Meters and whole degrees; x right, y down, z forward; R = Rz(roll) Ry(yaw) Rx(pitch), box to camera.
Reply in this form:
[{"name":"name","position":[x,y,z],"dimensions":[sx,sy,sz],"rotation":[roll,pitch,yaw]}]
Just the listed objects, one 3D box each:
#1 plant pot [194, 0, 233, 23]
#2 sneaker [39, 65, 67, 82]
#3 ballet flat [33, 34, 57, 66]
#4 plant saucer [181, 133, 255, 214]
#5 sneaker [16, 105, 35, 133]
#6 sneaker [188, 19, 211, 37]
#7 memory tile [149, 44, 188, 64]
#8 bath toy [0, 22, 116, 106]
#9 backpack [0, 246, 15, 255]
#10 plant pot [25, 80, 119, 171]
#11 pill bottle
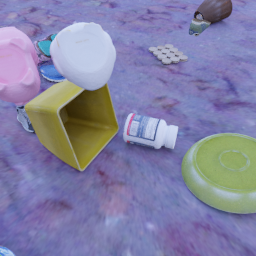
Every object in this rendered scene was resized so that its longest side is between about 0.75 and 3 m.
[{"name":"plant pot","position":[3.997,-5.662,13.590],"dimensions":[1.515,1.416,1.416],"rotation":[-35,51,-16]},{"name":"sneaker","position":[-2.097,-2.180,9.853],"dimensions":[2.020,0.901,0.793],"rotation":[-4,42,-3]},{"name":"ballet flat","position":[-2.974,-2.913,10.559],"dimensions":[1.000,0.971,2.809],"rotation":[-27,16,22]},{"name":"plant saucer","position":[2.477,0.864,6.597],"dimensions":[2.407,0.374,2.407],"rotation":[-6,40,5]},{"name":"sneaker","position":[-2.900,-0.318,7.973],"dimensions":[1.044,0.603,0.392],"rotation":[31,50,31]},{"name":"sneaker","position":[1.734,-2.468,6.931],"dimensions":[0.294,0.394,0.877],"rotation":[34,33,23]},{"name":"memory tile","position":[1.621,-3.003,11.365],"dimensions":[1.132,0.124,1.477],"rotation":[-16,44,-18]},{"name":"bath toy","position":[-1.624,-0.753,3.565],"dimensions":[2.913,1.076,1.267],"rotation":[-12,83,-13]},{"name":"backpack","position":[-2.493,2.734,3.980],"dimensions":[2.197,1.689,1.792],"rotation":[-17,42,-35]},{"name":"plant pot","position":[-1.511,-0.263,7.190],"dimensions":[1.584,1.796,1.796],"rotation":[10,41,30]},{"name":"pill bottle","position":[0.604,0.119,7.354],"dimensions":[1.313,0.785,0.785],"rotation":[13,43,12]}]
